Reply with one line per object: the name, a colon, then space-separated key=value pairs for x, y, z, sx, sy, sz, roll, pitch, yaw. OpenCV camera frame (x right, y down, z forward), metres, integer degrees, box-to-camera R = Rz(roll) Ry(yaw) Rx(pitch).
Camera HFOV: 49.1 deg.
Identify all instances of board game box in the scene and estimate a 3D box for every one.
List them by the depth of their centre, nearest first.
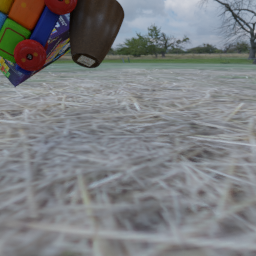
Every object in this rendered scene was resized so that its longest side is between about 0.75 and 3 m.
board game box: x=-1.702 y=-2.123 z=6.447 sx=2.501 sy=0.709 sz=2.068 roll=-22 pitch=22 yaw=52

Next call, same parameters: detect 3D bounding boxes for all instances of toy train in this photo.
toy train: x=-1.176 y=-1.841 z=3.250 sx=1.262 sy=2.180 sz=0.923 roll=26 pitch=19 yaw=-26

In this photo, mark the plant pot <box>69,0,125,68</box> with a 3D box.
plant pot: x=-0.482 y=-1.248 z=3.768 sx=0.754 sy=0.806 sz=0.754 roll=9 pitch=-16 yaw=3
